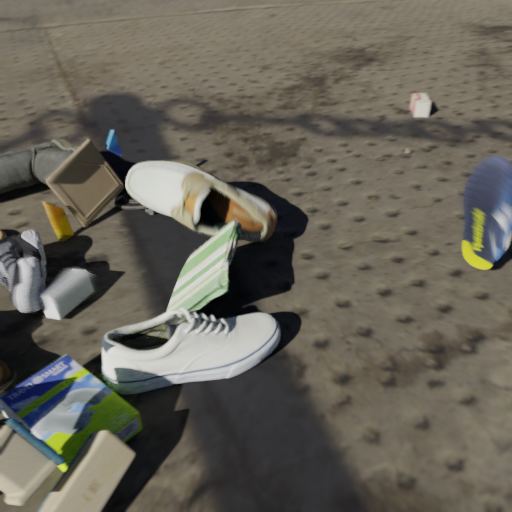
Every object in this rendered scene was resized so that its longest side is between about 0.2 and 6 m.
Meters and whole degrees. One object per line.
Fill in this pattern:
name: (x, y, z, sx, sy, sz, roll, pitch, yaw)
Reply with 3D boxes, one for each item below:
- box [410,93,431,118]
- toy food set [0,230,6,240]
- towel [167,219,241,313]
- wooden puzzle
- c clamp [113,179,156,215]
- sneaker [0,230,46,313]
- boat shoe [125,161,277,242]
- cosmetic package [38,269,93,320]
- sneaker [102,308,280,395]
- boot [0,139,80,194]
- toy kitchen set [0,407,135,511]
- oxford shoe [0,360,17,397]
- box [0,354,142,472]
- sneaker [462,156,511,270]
box: (4.758, -4.371, 16.261, 0.402, 0.472, 0.739, 2, 36, 2)
toy food set: (-5.239, -0.229, 10.691, 0.969, 0.238, 0.978, -25, 43, -31)
towel: (-0.860, 0.291, 9.239, 1.444, 0.221, 1.893, -36, 24, 27)
wooden puzzle: (-3.410, -1.424, 11.169, 0.254, 1.466, 2.173, 15, 50, 38)
c clamp: (-2.342, -1.390, 12.369, 1.510, 0.239, 1.768, -5, 37, 2)
sneaker: (-4.260, 0.331, 9.446, 1.261, 0.836, 2.215, -10, 31, -13)
boat shoe: (-1.066, -1.061, 10.518, 3.028, 1.132, 1.036, 16, 12, 1)
cosmetic package: (-3.126, 0.620, 9.243, 0.311, 0.443, 0.873, 4, 30, 25)
sneaker: (-0.880, 1.230, 8.044, 2.669, 0.945, 0.975, -14, 38, -19)
boot: (-5.344, -1.624, 11.845, 3.232, 1.173, 2.938, -14, 23, -30)
toy kitchen set: (-2.738, 2.228, 6.484, 1.554, 1.940, 1.143, -22, 27, 46)
oxford shoe: (-4.553, 1.365, 7.747, 2.641, 1.115, 0.960, 12, 36, 14)
box: (-2.506, 2.031, 7.394, 1.784, 0.425, 1.088, 26, 42, 31)
sneaker: (4.006, -0.771, 9.504, 0.810, 1.969, 0.728, -22, 34, -31)
